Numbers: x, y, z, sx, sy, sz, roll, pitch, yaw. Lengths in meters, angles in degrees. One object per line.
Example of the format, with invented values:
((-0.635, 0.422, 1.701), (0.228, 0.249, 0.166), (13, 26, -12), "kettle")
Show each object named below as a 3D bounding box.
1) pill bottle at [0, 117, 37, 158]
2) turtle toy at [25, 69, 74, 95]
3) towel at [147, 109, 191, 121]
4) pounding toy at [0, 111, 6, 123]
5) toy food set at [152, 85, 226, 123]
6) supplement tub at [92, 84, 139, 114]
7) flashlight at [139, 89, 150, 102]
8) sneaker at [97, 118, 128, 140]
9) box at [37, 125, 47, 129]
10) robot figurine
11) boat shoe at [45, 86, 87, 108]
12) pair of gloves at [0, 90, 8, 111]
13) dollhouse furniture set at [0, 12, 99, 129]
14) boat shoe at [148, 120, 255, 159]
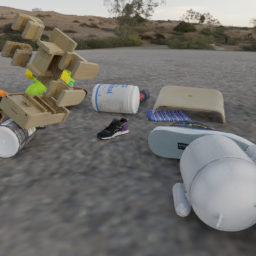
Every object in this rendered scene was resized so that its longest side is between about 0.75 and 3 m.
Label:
((-3.170, 0.111, 7.953), (0.894, 0.894, 1.683), (1, 19, 4), "pill bottle")
((-3.649, -2.024, 13.114), (2.145, 1.487, 2.943), (9, 22, 19), "turtle toy")
((1.532, -0.502, 10.787), (1.531, 0.183, 1.108), (-1, 20, -3), "towel")
((-4.534, -0.633, 9.699), (0.995, 0.518, 1.133), (9, 65, 23), "pounding toy")
((2.421, -0.886, 11.081), (2.730, 0.825, 1.959), (7, 31, 13), "toy food set")
((-0.488, -1.182, 11.286), (1.713, 1.130, 1.130), (4, 20, 16), "supplement tub")
((0.359, -1.375, 12.547), (0.597, 0.599, 1.762), (-28, 1, 44), "flashlight")
((-0.503, -0.021, 8.869), (0.464, 0.536, 1.224), (18, 26, 41), "sneaker")
((-3.271, -0.192, 9.870), (0.858, 0.211, 0.888), (0, 19, -6), "box")
((1.654, 0.928, 5.041), (1.899, 1.264, 2.239), (-35, 15, 11), "robot figurine")
((-2.574, -1.327, 11.915), (0.988, 0.990, 2.745), (3, 13, 17), "boat shoe")
((-4.279, -0.884, 9.918), (2.351, 0.326, 2.639), (26, 7, -12), "pair of gloves")
((-2.107, -1.364, 7.682), (2.210, 2.522, 1.675), (39, 22, 14), "dollhouse furniture set")
((2.035, 0.353, 7.049), (2.898, 1.025, 1.316), (14, 24, 35), "boat shoe")
